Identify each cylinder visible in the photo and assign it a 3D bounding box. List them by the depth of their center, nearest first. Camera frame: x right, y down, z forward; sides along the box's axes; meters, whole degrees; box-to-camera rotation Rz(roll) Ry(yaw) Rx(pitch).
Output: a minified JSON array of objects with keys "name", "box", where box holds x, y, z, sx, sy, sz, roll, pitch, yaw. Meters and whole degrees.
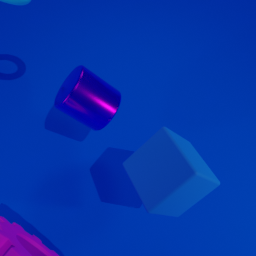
[{"name":"cylinder","box":[-0.891,-0.649,6.234,1.087,1.087,1.087,33,56,-28]}]

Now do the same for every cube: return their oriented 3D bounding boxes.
[{"name":"cube","box":[0.782,0.838,5.139,1.090,1.090,1.090,-44,51,16]}]

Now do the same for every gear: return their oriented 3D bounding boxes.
[{"name":"gear","box":[-1.505,2.129,4.429,1.877,1.877,0.347,33,71,18]}]

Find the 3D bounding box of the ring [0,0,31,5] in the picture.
[{"name":"ring","box":[-2.525,-2.828,5.420,1.331,0.266,1.331,26,31,-17]}]
